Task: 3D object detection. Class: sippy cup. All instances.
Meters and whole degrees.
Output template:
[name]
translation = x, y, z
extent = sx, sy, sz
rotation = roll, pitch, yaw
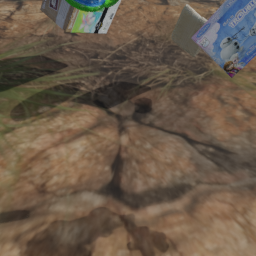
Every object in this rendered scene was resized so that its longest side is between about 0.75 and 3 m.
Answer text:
[sippy cup]
translation = -0.928, -3.641, 6.675
extent = 1.583, 1.160, 1.243
rotation = -13, 71, -33

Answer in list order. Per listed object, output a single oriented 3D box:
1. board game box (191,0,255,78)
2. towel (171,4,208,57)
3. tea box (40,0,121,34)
[board game box]
translation = 1.632, -1.397, 4.136
extent = 1.014, 1.019, 0.221
rotation = 29, 26, -34
[towel]
translation = 1.871, -2.825, 8.293
extent = 1.031, 1.556, 0.268
rotation = 40, 74, 5
[tea box]
translation = -1.334, -4.237, 8.810
extent = 1.375, 2.058, 2.025
rotation = 44, 36, 19
